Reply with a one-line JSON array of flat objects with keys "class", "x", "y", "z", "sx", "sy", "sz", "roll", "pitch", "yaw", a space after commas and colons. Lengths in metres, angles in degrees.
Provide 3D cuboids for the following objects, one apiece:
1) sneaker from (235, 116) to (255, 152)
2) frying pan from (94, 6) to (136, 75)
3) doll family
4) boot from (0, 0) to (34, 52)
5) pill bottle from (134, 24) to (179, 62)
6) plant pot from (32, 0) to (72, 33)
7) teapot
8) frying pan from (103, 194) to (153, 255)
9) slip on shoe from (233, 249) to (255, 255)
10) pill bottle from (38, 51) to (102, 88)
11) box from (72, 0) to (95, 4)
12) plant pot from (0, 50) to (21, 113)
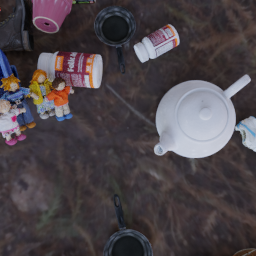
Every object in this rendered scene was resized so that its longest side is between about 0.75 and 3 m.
[{"class": "sneaker", "x": 4.675, "y": 0.555, "z": 10.210, "sx": 0.769, "sy": 0.729, "sz": 1.905, "roll": -29, "pitch": 78, "yaw": 4}, {"class": "frying pan", "x": -0.224, "y": -3.458, "z": 10.730, "sx": 1.574, "sy": 0.423, "sz": 2.601, "roll": -32, "pitch": 87, "yaw": -2}, {"class": "doll family", "x": -3.263, "y": -0.907, "z": 9.143, "sx": 2.953, "sy": 1.833, "sz": 1.331, "roll": -31, "pitch": 47, "yaw": -33}, {"class": "boot", "x": -4.795, "y": -3.847, "z": 10.538, "sx": 2.191, "sy": 0.871, "sz": 2.516, "roll": -6, "pitch": 86, "yaw": -1}, {"class": "pill bottle", "x": 1.062, "y": -3.136, "z": 10.472, "sx": 1.549, "sy": 0.849, "sz": 0.849, "roll": -29, "pitch": 85, "yaw": -2}, {"class": "plant pot", "x": -2.854, "y": -4.273, "z": 10.187, "sx": 1.444, "sy": 1.444, "sz": 1.292, "roll": 8, "pitch": 74, "yaw": 1}, {"class": "teapot", "x": 2.432, "y": -0.401, "z": 9.514, "sx": 2.957, "sy": 2.188, "sz": 2.996, "roll": 7, "pitch": 83, "yaw": 0}, {"class": "frying pan", "x": -0.317, "y": 3.981, "z": 9.938, "sx": 1.721, "sy": 0.463, "sz": 2.844, "roll": -34, "pitch": 83, "yaw": -4}, {"class": "slip on shoe", "x": 3.842, "y": 4.968, "z": 9.733, "sx": 2.296, "sy": 0.873, "sz": 0.696, "roll": -21, "pitch": 121, "yaw": -9}, {"class": "pill bottle", "x": -2.059, "y": -2.130, "z": 10.148, "sx": 2.118, "sy": 1.209, "sz": 1.209, "roll": 5, "pitch": 84, "yaw": 3}, {"class": "box", "x": -2.416, "y": -5.520, "z": 10.946, "sx": 2.238, "sy": 0.389, "sz": 1.232, "roll": -1, "pitch": 84, "yaw": 0}, {"class": "plant pot", "x": -4.802, "y": -1.454, "z": 9.875, "sx": 1.877, "sy": 1.687, "sz": 1.877, "roll": -17, "pitch": 84, "yaw": -1}]
